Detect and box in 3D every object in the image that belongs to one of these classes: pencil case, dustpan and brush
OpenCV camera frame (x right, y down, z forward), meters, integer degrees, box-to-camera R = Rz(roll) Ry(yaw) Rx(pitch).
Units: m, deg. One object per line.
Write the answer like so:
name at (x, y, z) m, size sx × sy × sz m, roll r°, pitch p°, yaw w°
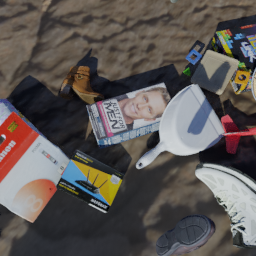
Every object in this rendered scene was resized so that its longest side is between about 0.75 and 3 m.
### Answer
pencil case at (-3.431, 0.050, 8.468) m, size 2.151 × 0.894 × 0.976 m, roll 42°, pitch 90°, yaw 16°
dustpan and brush at (1.384, 0.267, 8.221) m, size 2.827 × 0.809 × 1.973 m, roll -40°, pitch 103°, yaw -24°

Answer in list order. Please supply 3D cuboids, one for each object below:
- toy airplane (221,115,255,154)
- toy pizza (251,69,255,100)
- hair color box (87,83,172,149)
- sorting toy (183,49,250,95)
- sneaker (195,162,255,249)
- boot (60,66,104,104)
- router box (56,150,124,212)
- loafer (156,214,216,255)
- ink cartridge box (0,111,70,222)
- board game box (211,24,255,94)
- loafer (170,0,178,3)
toy airplane at (3.960, 0.120, 8.565) m, size 2.633 × 0.484 × 2.633 m, roll 2°, pitch 82°, yaw -11°
toy pizza at (4.829, -1.479, 8.914) m, size 1.851 × 0.293 × 1.851 m, roll -2°, pitch 103°, yaw -9°
hair color box at (0.128, -0.396, 8.726) m, size 2.558 × 0.774 × 1.279 m, roll -17°, pitch 67°, yaw -8°
sorting toy at (2.901, -1.847, 9.378) m, size 2.228 × 0.303 × 1.254 m, roll 29°, pitch 91°, yaw 24°
sneaker at (2.867, 2.159, 7.416) m, size 2.834 × 1.069 × 1.630 m, roll 30°, pitch 67°, yaw 10°
boot at (-1.416, -1.461, 9.367) m, size 1.545 × 0.593 × 1.200 m, roll 8°, pitch 64°, yaw 13°
router box at (-1.049, 1.490, 7.856) m, size 1.567 × 0.400 × 1.169 m, roll 28°, pitch 68°, yaw -7°
loafer at (1.016, 1.859, 4.762) m, size 0.434 × 1.378 × 0.495 m, roll 21°, pitch 44°, yaw -24°
ink cartridge box at (-2.653, 1.068, 7.194) m, size 0.611 × 2.436 × 1.976 m, roll 20°, pitch 65°, yaw 33°
board game box at (4.259, -2.458, 9.717) m, size 1.909 × 0.655 × 2.309 m, roll -14°, pitch 67°, yaw -5°
loafer at (1.942, -5.308, 11.215) m, size 0.289 × 0.312 × 0.830 m, roll 37°, pitch 66°, yaw 27°
